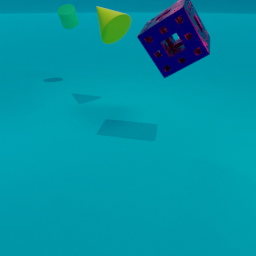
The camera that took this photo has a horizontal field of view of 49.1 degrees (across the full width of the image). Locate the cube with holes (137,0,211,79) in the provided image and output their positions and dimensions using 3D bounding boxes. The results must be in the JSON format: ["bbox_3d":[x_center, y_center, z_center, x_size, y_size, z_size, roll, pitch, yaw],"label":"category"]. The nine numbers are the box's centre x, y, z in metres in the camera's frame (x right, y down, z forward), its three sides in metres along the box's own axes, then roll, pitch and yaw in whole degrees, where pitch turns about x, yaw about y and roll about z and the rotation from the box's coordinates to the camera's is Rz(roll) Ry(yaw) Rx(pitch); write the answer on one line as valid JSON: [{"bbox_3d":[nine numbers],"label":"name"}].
[{"bbox_3d":[1.158,-2.204,6.792,1.206,1.206,1.206,-25,25,30],"label":"cube with holes"}]

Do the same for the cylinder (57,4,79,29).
[{"bbox_3d":[-2.566,-4.791,12.056,0.740,0.740,0.740,-4,57,6],"label":"cylinder"}]

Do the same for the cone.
[{"bbox_3d":[-0.739,-3.760,9.568,1.223,1.223,1.228,-23,68,-40],"label":"cone"}]
